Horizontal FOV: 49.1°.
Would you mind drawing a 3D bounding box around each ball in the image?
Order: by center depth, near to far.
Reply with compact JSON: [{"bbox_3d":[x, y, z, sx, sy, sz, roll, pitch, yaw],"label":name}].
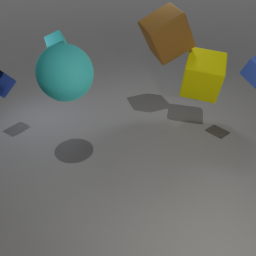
[{"bbox_3d":[-1.550,-1.354,6.895,1.400,1.400,1.400,0,30,0],"label":"ball"}]

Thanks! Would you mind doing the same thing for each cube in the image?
[{"bbox_3d":[3.971,-1.763,8.418,0.700,0.700,0.700,-31,72,-23],"label":"cube"},{"bbox_3d":[-4.255,-1.520,9.110,0.700,0.700,0.700,31,84,17],"label":"cube"},{"bbox_3d":[1.413,-3.469,10.324,1.400,1.400,1.400,-30,41,5],"label":"cube"},{"bbox_3d":[2.842,-2.010,10.630,1.400,1.400,1.400,13,51,9],"label":"cube"},{"bbox_3d":[-2.899,-3.420,11.473,0.700,0.700,0.700,-25,58,2],"label":"cube"}]
